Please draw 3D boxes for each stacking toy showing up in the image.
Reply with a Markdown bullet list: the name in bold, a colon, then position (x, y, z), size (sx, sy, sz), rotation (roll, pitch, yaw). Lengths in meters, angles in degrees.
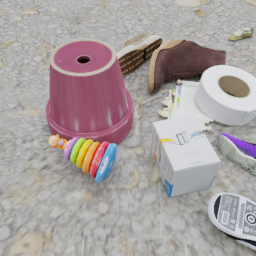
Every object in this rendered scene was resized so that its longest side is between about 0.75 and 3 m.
- **stacking toy**: position (-1.209, 0.579, 6.999), size (1.741, 0.956, 1.011), rotation (22, 90, 6)

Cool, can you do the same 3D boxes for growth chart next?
- **growth chart**: position (2.034, -0.814, 9.157), size (1.790, 0.219, 2.474), rotation (13, 49, 13)

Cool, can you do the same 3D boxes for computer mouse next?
- **computer mouse**: position (3.038, 2.228, 6.117), size (2.728, 0.599, 1.496), rotation (20, 55, 11)

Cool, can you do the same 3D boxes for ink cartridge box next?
- **ink cartridge box**: position (1.347, 0.680, 7.105), size (1.154, 1.174, 1.595), rotation (-10, 47, -10)

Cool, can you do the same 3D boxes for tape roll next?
- **tape roll**: position (3.215, -1.061, 8.855), size (2.061, 0.721, 2.061), rotation (5, 50, -6)

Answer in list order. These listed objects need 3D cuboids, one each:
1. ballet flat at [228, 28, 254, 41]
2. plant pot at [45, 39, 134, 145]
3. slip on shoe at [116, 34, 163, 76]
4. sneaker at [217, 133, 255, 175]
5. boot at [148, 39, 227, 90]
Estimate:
- **ballet flat**: position (4.887, -4.067, 12.059), size (1.216, 0.430, 0.430), rotation (-15, 49, -13)
- **plant pot**: position (-1.122, -1.038, 7.905), size (2.641, 2.364, 2.641), rotation (0, 47, 0)
- **slip on shoe**: position (0.170, -2.866, 10.463), size (0.864, 1.085, 2.853), rotation (34, 53, 23)
- **sneaker**: position (3.188, 0.611, 7.672), size (0.764, 0.534, 1.537), rotation (-30, 58, -31)
- **boot**: position (2.126, -2.178, 9.839), size (2.480, 1.078, 2.981), rotation (14, 48, 13)
